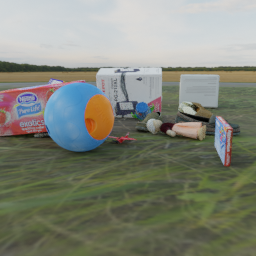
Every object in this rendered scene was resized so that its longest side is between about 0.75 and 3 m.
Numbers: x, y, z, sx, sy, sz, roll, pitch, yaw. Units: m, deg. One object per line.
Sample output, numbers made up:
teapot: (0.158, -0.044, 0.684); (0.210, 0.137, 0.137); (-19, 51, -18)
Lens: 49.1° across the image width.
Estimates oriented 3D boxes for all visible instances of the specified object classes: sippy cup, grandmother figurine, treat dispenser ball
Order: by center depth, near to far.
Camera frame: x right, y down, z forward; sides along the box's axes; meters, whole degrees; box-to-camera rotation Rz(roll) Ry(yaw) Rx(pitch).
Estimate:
treat dispenser ball: (-1.241, -0.279, 7.217); (1.767, 1.767, 1.767); (0, 12, 0)
grandmother figurine: (1.474, 0.008, 8.843); (1.845, 0.559, 1.119); (8, 5, 25)
sippy cup: (0.600, -0.723, 11.356); (0.690, 0.879, 0.644); (30, -14, 19)

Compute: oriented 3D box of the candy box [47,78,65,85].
candy box: (-2.475, -1.376, 11.825); (1.634, 0.744, 1.932); (28, -2, -32)

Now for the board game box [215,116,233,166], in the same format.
board game box: (2.298, 0.257, 6.799); (0.160, 0.846, 1.643); (0, 12, 10)

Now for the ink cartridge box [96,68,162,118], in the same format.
ink cartridge box: (0.082, -1.530, 12.197); (2.737, 1.982, 1.154); (1, 26, 6)

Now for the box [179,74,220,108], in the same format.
box: (4.012, -2.146, 15.994); (2.070, 1.782, 2.080); (2, 10, 11)

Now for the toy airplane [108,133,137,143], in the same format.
toy airplane: (-0.165, 0.310, 8.180); (0.987, 0.182, 0.987); (1, 12, 0)

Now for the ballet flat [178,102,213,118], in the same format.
ballet flat: (2.449, -0.607, 10.766); (0.896, 0.840, 2.477); (25, 13, -12)

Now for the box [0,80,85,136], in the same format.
box: (-2.805, -0.654, 9.005); (2.893, 1.381, 1.442); (-5, 14, 12)

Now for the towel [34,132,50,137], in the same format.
towel: (-2.395, 0.095, 9.055); (0.959, 0.172, 0.996); (-5, 10, 7)

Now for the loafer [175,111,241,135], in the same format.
loafer: (2.594, -0.165, 9.247); (2.131, 0.670, 0.766); (4, 12, 19)

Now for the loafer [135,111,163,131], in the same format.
loafer: (0.763, -0.272, 9.971); (0.632, 0.585, 1.681); (6, 13, 27)
